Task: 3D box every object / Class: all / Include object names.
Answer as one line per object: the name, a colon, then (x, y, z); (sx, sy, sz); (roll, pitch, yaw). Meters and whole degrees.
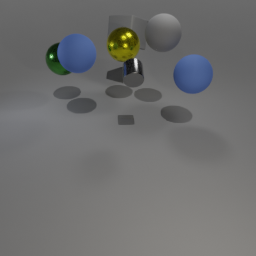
ball: (2.351, -1.941, 10.152); (1.400, 1.400, 1.400); (0, 33, 0)
ball: (-2.867, -2.995, 12.182); (1.400, 1.400, 1.400); (0, 33, 0)
cylinder: (0.172, -1.849, 9.430); (0.700, 0.700, 0.700); (-2, 55, -2)
cube: (-0.016, -4.617, 13.601); (1.400, 1.400, 1.400); (15, 15, 34)
ball: (-0.195, -3.454, 11.630); (1.400, 1.400, 1.400); (0, 33, 0)
ball: (-1.861, -2.716, 10.253); (1.400, 1.400, 1.400); (0, 33, 0)
ball: (1.341, -3.620, 10.703); (1.400, 1.400, 1.400); (0, 33, 0)
